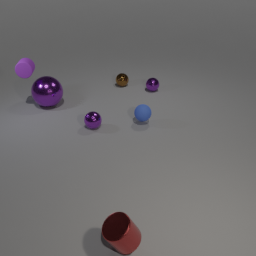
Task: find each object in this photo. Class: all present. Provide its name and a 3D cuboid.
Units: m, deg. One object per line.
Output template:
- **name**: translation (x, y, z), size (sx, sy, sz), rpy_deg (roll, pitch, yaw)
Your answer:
- **cylinder**: translation (-4.346, -2.537, 11.845), size (0.700, 0.700, 0.700), rpy_deg (-4, 29, -6)
- **ball**: translation (-1.397, -0.315, 11.164), size (0.700, 0.700, 0.700), rpy_deg (0, 31, 0)
- **cylinder**: translation (-0.138, 2.379, 6.352), size (0.700, 0.700, 0.700), rpy_deg (-18, 40, 16)
- **ball**: translation (1.258, -2.230, 14.359), size (0.700, 0.700, 0.700), rpy_deg (0, 31, 0)
- **ball**: translation (-0.310, -2.564, 14.903), size (0.700, 0.700, 0.700), rpy_deg (0, 31, 0)
- **ball**: translation (0.604, -0.617, 11.388), size (0.700, 0.700, 0.700), rpy_deg (0, 31, 0)
- **ball**: translation (-3.656, -1.648, 12.699), size (1.400, 1.400, 1.400), rpy_deg (0, 31, 0)
